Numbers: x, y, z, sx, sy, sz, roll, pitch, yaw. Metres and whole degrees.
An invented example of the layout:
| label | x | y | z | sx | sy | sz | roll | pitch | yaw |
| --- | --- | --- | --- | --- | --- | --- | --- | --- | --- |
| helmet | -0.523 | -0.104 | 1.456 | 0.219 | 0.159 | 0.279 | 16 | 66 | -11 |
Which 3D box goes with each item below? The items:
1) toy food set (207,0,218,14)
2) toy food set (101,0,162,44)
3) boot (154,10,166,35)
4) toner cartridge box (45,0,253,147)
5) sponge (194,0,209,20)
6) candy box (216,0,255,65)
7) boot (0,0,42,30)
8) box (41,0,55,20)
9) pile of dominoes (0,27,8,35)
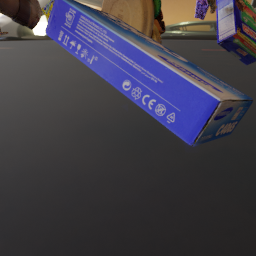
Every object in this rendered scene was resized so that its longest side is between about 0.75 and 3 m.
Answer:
| label | x | y | z | sx | sy | sz | roll | pitch | yaw |
| --- | --- | --- | --- | --- | --- | --- | --- | --- | --- |
| toy food set | 1.810 | -3.322 | 5.593 | 0.278 | 1.121 | 1.764 | 17 | -14 | 31 |
| toy food set | 0.013 | -2.426 | 6.332 | 0.497 | 2.024 | 2.044 | -10 | 19 | -34 |
| boot | 0.287 | -3.731 | 9.383 | 1.682 | 2.166 | 0.831 | -22 | -11 | 41 |
| toner cartridge box | 0.221 | -0.939 | 4.120 | 2.972 | 0.642 | 1.412 | 40 | 27 | 26 |
| sponge | 2.499 | -4.260 | 8.617 | 0.385 | 1.439 | 2.580 | 22 | 16 | 7 |
| candy box | 2.580 | -2.317 | 6.457 | 1.150 | 1.360 | 0.524 | 21 | -27 | -33 |
| boot | -2.909 | -2.877 | 6.088 | 2.056 | 0.988 | 2.812 | 31 | 34 | -32 |
| box | -1.768 | -3.673 | 9.445 | 0.772 | 0.708 | 2.204 | -31 | -8 | 25 |
| pile of dominoes | -3.351 | -2.008 | 5.937 | 1.042 | 0.213 | 1.336 | 7 | 28 | 24 |
